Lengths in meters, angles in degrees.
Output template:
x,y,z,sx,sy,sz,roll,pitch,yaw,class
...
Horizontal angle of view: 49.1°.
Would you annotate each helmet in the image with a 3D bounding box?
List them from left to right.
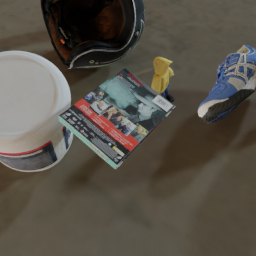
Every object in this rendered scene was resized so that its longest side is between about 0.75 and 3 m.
x,y,z,sx,sy,sz,roll,pitch,yaw,class
-0.878,-3.093,8.112,2.644,2.773,2.773,-26,53,-17,helmet

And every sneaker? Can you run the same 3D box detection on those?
x,y,z,sx,sy,sz,roll,pitch,yaw,class
2.664,-1.163,7.281,2.976,1.127,1.146,-37,80,-30,sneaker

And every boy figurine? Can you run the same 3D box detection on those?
x,y,z,sx,sy,sz,roll,pitch,yaw,class
0.933,-1.229,7.230,0.482,1.496,0.930,25,57,26,boy figurine

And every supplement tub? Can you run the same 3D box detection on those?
x,y,z,sx,sy,sz,roll,pitch,yaw,class
-1.948,-0.125,5.404,1.738,2.477,1.738,3,71,-9,supplement tub

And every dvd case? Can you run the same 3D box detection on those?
x,y,z,sx,sy,sz,roll,pitch,yaw,class
-0.110,-0.232,4.307,1.128,0.170,1.545,38,56,11,dvd case
